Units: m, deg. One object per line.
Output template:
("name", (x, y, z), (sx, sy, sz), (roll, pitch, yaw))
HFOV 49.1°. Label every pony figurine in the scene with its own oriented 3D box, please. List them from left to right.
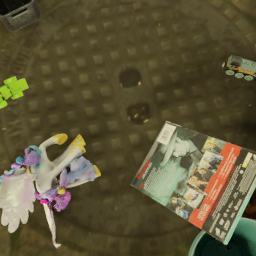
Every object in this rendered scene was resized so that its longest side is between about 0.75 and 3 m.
("pony figurine", (-2.232, 1.505, 7.610), (2.790, 2.324, 2.693), (-32, 46, -4))

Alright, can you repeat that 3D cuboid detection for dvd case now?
("dvd case", (1.449, 1.029, 6.329), (2.640, 0.291, 1.927), (22, 80, 43))

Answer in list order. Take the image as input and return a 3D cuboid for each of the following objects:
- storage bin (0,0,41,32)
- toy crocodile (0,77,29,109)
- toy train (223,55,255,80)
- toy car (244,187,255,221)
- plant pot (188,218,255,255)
("storage bin", (-3.995, -4.440, 9.531), (1.292, 0.896, 1.911), (-30, 77, -7))
("toy crocodile", (-2.928, -0.820, 6.580), (0.456, 1.475, 0.498), (-8, 115, 30))
("toy train", (3.683, -1.937, 8.991), (1.205, 0.687, 0.514), (17, 76, 4))
("toy car", (2.981, 1.481, 7.635), (2.343, 1.925, 1.849), (13, 76, 16))
("plant pot", (2.602, 3.503, 7.108), (2.452, 1.651, 2.452), (0, 76, 0))
